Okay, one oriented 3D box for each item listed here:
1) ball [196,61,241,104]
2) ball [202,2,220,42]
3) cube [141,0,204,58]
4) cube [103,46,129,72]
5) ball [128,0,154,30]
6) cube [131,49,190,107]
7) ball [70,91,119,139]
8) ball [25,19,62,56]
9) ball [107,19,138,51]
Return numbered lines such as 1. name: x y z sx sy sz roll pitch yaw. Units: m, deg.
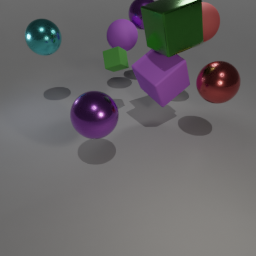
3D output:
1. ball: 2.975 -1.505 9.268 1.400 1.400 1.400 0 33 0
2. ball: 2.668 -3.879 10.346 1.400 1.400 1.400 0 33 0
3. cube: 1.434 -3.340 9.074 1.400 1.400 1.400 -25 38 -14
4. cube: -0.465 -2.618 10.727 0.700 0.700 0.700 -10 -4 25
5. ball: 0.720 -5.209 12.751 1.400 1.400 1.400 0 33 0
6. cube: 1.218 -1.918 10.211 1.400 1.400 1.400 -40 58 -5
7. ball: -0.968 -0.377 8.129 1.400 1.400 1.400 0 33 0
8. ball: -3.343 -3.582 11.084 1.400 1.400 1.400 0 33 0
9. ball: -0.258 -4.133 12.540 1.400 1.400 1.400 0 33 0
